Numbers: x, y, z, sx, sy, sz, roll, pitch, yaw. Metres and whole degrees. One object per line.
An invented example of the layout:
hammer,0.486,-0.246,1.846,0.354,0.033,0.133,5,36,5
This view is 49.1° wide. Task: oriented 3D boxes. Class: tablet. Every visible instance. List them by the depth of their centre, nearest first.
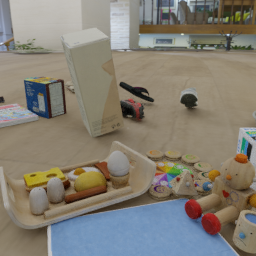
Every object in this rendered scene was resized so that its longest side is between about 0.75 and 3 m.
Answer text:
tablet,0.137,1.757,4.282,2.619,0.179,1.704,-5,20,-16

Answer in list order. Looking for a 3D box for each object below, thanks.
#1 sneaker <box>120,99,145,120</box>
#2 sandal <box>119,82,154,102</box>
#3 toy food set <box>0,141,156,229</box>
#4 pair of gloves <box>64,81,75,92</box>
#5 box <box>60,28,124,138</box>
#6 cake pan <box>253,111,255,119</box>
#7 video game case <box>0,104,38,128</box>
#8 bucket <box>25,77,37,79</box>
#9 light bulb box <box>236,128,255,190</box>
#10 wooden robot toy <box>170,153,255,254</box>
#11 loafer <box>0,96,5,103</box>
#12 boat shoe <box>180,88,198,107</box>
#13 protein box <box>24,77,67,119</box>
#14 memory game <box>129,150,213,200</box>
sneaker,0.038,-0.682,10.470,0.858,0.621,1.757,-6,18,-18
sandal,0.424,-1.643,12.247,1.709,0.409,0.642,29,23,2
toy food set,-1.065,0.855,5.578,2.706,0.817,1.942,-10,17,-26
pair of gloves,-2.161,-2.378,15.532,2.493,0.437,2.120,-11,26,-23
box,-1.029,-1.329,8.411,1.123,2.888,1.371,-19,37,-14
cake pan,5.377,-0.109,9.083,2.526,0.463,2.526,0,19,0
video game case,-4.597,-0.495,10.573,1.618,0.197,2.262,-15,25,-37
bucket,-4.905,-2.282,14.834,1.083,0.704,1.083,0,20,0
light bulb box,3.364,0.758,5.714,1.735,1.092,1.750,-1,20,-1
wooden robot toy,1.721,1.037,4.498,1.147,1.182,2.604,-6,24,-35
loafer,-6.083,-1.318,12.722,0.954,0.301,0.343,1,20,3
boat shoe,2.441,-1.264,11.122,0.685,0.596,1.859,-7,-10,20
protein box,-3.210,-1.216,10.878,1.328,1.338,0.903,14,24,34
memory game,0.903,0.991,6.479,2.282,0.145,2.282,0,20,0
